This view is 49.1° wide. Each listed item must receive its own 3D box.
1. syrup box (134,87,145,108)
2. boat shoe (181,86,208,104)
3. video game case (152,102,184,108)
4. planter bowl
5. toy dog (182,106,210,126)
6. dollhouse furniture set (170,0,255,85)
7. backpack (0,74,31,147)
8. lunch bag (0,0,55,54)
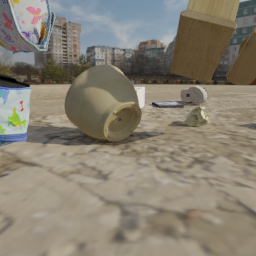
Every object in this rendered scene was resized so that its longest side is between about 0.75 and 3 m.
[{"bbox_3d":[0.166,-1.388,13.257,0.965,0.998,2.451,2,11,11],"label":"syrup box"},{"bbox_3d":[4.153,-1.964,16.045,1.310,1.055,2.824,-10,12,-12],"label":"boat shoe"},{"bbox_3d":[2.062,-1.234,14.752,1.258,0.167,1.760,-2,10,-7],"label":"video game case"},{"bbox_3d":[-0.448,-0.443,6.928,1.859,1.859,1.251,-9,40,-39],"label":"planter bowl"},{"bbox_3d":[2.251,-0.341,9.175,0.875,0.630,0.902,-34,-2,24],"label":"toy dog"},{"bbox_3d":[2.917,-2.803,6.910,2.823,2.969,2.419,18,-16,8],"label":"dollhouse furniture set"},{"bbox_3d":[-2.854,-0.093,4.432,2.138,1.717,2.337,9,11,33],"label":"backpack"},{"bbox_3d":[-3.261,-3.442,8.216,2.044,2.410,1.532,12,31,43],"label":"lunch bag"}]
